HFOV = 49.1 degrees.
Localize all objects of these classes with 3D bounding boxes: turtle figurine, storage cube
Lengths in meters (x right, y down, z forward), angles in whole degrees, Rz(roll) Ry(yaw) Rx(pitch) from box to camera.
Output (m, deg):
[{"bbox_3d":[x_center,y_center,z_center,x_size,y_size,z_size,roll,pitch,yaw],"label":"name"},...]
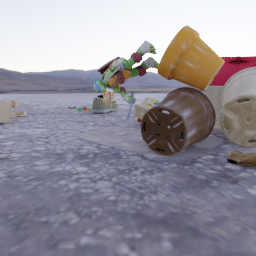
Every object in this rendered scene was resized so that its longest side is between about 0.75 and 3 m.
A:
[{"bbox_3d":[0.125,-1.396,7.952,1.999,1.484,2.062,-39,24,-8],"label":"turtle figurine"},{"bbox_3d":[4.026,-1.310,10.395,1.952,2.283,2.052,5,42,24],"label":"storage cube"}]

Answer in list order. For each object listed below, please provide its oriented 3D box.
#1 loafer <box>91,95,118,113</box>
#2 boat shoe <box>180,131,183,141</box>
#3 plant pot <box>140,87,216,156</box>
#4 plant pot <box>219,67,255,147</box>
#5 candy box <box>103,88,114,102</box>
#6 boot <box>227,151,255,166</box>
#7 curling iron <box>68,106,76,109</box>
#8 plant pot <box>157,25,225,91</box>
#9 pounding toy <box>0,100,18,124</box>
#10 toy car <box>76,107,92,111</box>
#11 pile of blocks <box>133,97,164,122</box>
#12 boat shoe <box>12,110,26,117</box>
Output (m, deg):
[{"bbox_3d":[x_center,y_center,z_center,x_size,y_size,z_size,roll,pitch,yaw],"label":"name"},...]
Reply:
[{"bbox_3d":[-1.328,-1.507,16.965,1.123,1.040,2.985,2,9,12],"label":"loafer"},{"bbox_3d":[1.168,0.127,8.632,1.331,0.441,0.497,7,12,38],"label":"boat shoe"},{"bbox_3d":[1.220,-0.134,7.157,1.619,1.619,1.603,6,18,31],"label":"plant pot"},{"bbox_3d":[3.619,-0.492,8.140,2.253,2.253,2.063,5,22,29],"label":"plant pot"},{"bbox_3d":[-0.823,-1.378,11.676,0.212,0.443,0.767,-13,19,-23],"label":"candy box"},{"bbox_3d":[2.455,0.695,5.823,0.320,0.312,0.848,-28,18,-29],"label":"boot"},{"bbox_3d":[-3.832,-1.389,19.125,0.874,0.112,0.217,3,46,41],"label":"curling iron"},{"bbox_3d":[1.717,-1.715,7.389,1.330,1.453,1.453,35,18,11],"label":"plant pot"},{"bbox_3d":[-5.680,-0.686,12.107,1.823,0.949,2.075,7,12,39],"label":"pounding toy"},{"bbox_3d":[-2.820,-1.166,17.473,0.938,0.222,0.997,-7,11,-36],"label":"toy car"},{"bbox_3d":[1.048,-0.680,12.740,1.195,0.905,2.912,18,19,11],"label":"pile of blocks"},{"bbox_3d":[-5.812,-0.748,14.417,1.085,0.350,0.387,-8,12,-41],"label":"boat shoe"}]
